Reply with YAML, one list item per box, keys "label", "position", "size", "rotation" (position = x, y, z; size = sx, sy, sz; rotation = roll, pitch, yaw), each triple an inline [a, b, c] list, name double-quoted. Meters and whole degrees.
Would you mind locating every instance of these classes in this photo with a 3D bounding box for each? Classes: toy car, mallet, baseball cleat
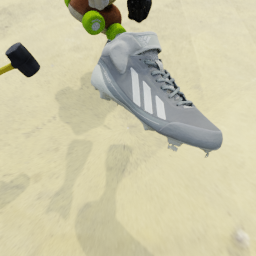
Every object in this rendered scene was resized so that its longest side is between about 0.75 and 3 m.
- label: "toy car"
  position: [-0.544, -3.845, 7.973]
  size: [1.705, 2.161, 1.775]
  rotation: [9, 37, -46]
- label: "mallet"
  position: [-3.140, -1.324, 6.431]
  size: [2.237, 0.737, 0.460]
  rotation: [-12, 44, 15]
- label: "baseball cleat"
  position: [0.468, -0.789, 4.932]
  size: [2.984, 1.588, 1.040]
  rotation: [31, 23, 29]

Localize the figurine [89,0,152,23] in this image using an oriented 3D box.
- label: "figurine"
  position: [-0.337, -3.164, 6.218]
  size: [1.740, 1.698, 0.749]
  rotation: [20, 94, 4]
